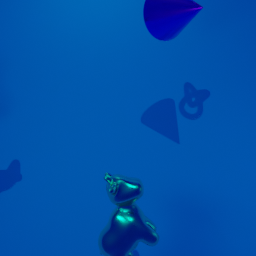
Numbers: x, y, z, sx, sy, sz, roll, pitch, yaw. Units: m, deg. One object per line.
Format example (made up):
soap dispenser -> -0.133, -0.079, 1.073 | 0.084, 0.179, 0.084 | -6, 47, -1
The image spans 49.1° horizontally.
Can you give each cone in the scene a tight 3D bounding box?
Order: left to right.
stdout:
cone -> 1.241, -2.671, 6.379 | 1.304, 1.309, 1.304 | -9, 109, -28

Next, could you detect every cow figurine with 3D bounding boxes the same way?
cow figurine -> -0.135, 1.680, 5.231 | 1.516, 0.846, 1.541 | 41, 91, -3
